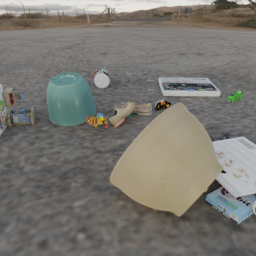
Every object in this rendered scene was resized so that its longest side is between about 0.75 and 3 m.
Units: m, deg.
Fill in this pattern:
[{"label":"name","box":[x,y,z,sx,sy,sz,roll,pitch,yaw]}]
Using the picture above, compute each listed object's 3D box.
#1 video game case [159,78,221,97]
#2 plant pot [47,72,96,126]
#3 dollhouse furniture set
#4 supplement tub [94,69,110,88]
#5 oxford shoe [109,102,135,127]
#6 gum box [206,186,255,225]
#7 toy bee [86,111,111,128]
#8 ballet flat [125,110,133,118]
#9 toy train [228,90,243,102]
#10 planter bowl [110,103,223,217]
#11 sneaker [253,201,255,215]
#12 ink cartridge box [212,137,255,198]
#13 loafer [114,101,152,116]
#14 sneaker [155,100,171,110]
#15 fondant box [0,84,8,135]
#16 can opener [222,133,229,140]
[{"label":"video game case","box":[3.316,-2.322,15.691,2.979,0.348,2.708,1,25,0]},{"label":"plant pot","box":[-2.411,-1.307,11.591,2.030,1.629,2.030,-2,36,2]},{"label":"dollhouse furniture set","box":[-4.366,-0.842,11.294,0.969,1.375,0.964,-7,26,-14]},{"label":"supplement tub","box":[-1.543,-2.923,16.297,0.899,0.899,1.467,-3,25,-7]},{"label":"oxford shoe","box":[-0.213,-0.660,11.302,1.411,0.521,0.499,-51,9,-32]},{"label":"gum box","box":[2.684,1.802,6.985,1.119,0.249,0.951,-16,30,-31]},{"label":"toy bee","box":[-1.043,-0.283,11.007,1.117,0.607,0.731,-22,-11,-18]},{"label":"ballet flat","box":[-0.195,-0.592,11.905,0.397,0.397,1.142,14,32,27]},{"label":"toy train","box":[5.429,-1.617,14.111,0.290,0.392,1.390,22,33,39]},{"label":"planter bowl","box":[1.083,0.940,6.626,1.733,2.575,2.575,42,41,18]},{"label":"sneaker","box":[3.669,1.851,6.579,1.733,0.631,0.734,7,17,-5]},{"label":"ink cartridge box","box":[3.163,1.172,7.966,2.289,0.574,2.637,-8,26,-15]},{"label":"loafer","box":[0.228,-0.966,12.518,1.781,0.560,0.640,9,26,18]},{"label":"sneaker","box":[1.627,-1.055,12.942,0.466,0.362,1.036,12,25,30]},{"label":"fondant box","box":[-5.110,-0.497,10.239,0.662,1.641,2.275,-3,25,-3]},{"label":"can opener","box":[3.370,0.433,9.760,0.470,0.379,1.196,13,28,27]}]
